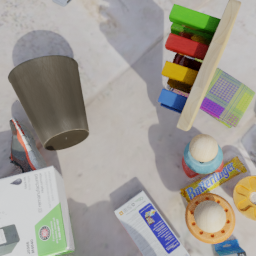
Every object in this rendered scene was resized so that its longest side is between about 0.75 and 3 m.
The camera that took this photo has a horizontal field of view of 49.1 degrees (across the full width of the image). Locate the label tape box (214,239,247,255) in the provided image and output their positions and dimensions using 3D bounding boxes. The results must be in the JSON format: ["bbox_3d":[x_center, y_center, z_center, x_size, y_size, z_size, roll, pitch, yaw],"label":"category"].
[{"bbox_3d":[2.635,3.332,7.024,0.671,0.310,0.937,-9,67,-4],"label":"label tape box"}]

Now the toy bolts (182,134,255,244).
[{"bbox_3d":[2.389,1.299,6.913,2.481,1.801,2.597,-19,65,6],"label":"toy bolts"}]

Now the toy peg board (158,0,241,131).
[{"bbox_3d":[1.307,-1.325,6.344,1.221,2.497,2.487,24,96,13],"label":"toy peg board"}]

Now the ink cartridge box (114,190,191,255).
[{"bbox_3d":[0.597,2.738,7.264,0.968,0.379,2.044,-33,67,-14],"label":"ink cartridge box"}]

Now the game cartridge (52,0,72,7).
[{"bbox_3d":[-2.458,-5.221,10.977,0.690,0.212,1.037,29,69,17],"label":"game cartridge"}]

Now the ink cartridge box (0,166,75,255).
[{"bbox_3d":[-2.966,2.371,6.965,2.832,1.190,2.060,-14,66,-6],"label":"ink cartridge box"}]

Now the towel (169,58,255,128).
[{"bbox_3d":[2.748,-1.202,9.111,2.397,0.273,1.721,33,69,13],"label":"towel"}]

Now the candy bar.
[{"bbox_3d":[2.397,1.484,7.909,2.085,0.231,0.520,-26,68,-12],"label":"candy bar"}]

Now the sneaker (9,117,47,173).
[{"bbox_3d":[-3.121,0.603,8.026,0.860,0.809,2.100,-34,62,2],"label":"sneaker"}]

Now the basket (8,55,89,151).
[{"bbox_3d":[-2.139,-0.667,8.182,2.125,1.603,2.357,-15,70,-20],"label":"basket"}]
